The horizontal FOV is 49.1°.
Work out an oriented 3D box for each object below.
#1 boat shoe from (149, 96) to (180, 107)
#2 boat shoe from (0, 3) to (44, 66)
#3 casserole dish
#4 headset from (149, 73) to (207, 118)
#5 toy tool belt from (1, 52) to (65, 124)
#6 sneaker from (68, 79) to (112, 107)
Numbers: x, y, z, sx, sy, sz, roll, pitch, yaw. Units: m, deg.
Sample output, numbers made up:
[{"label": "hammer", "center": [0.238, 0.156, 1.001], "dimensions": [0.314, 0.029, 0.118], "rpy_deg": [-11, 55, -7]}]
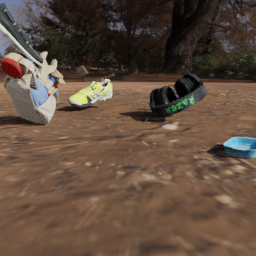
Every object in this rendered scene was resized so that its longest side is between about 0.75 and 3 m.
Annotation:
[{"label": "boat shoe", "center": [1.430, -0.826, 10.121], "dimensions": [1.306, 0.473, 0.472], "rpy_deg": [-6, 28, 29]}, {"label": "boat shoe", "center": [-2.460, -2.166, 6.522], "dimensions": [0.534, 1.610, 0.602], "rpy_deg": [-45, 35, -3]}, {"label": "casserole dish", "center": [2.156, 0.363, 5.192], "dimensions": [0.625, 0.200, 1.032], "rpy_deg": [7, 12, 33]}, {"label": "headset", "center": [1.701, -0.921, 9.279], "dimensions": [1.793, 1.364, 2.904], "rpy_deg": [-24, 16, 15]}, {"label": "toy tool belt", "center": [-2.532, -1.343, 7.652], "dimensions": [1.526, 2.443, 1.502], "rpy_deg": [16, 55, 10]}, {"label": "sneaker", "center": [-1.504, -1.431, 11.179], "dimensions": [0.799, 0.810, 2.119], "rpy_deg": [29, 39, 31]}]
